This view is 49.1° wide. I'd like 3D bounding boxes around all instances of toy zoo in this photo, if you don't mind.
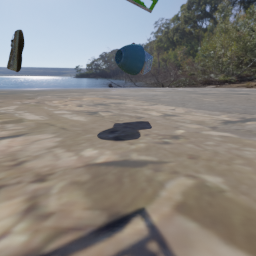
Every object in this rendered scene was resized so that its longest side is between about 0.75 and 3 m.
[{"bbox_3d":[0.480,-3.278,6.060,0.863,1.316,0.135,16,37,-26],"label":"toy zoo"}]

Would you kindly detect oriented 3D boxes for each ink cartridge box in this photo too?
[{"bbox_3d":[0.385,-2.516,10.211,0.408,0.718,0.986,-38,69,-26],"label":"ink cartridge box"}]

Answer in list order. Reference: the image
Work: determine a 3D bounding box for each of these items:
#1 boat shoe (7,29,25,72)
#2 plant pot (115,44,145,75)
[{"bbox_3d":[-2.762,-1.890,6.819,0.325,1.038,0.380,15,20,-1],"label":"boat shoe"},{"bbox_3d":[-0.016,-2.246,9.034,0.681,1.012,1.012,2,7,-33],"label":"plant pot"}]
